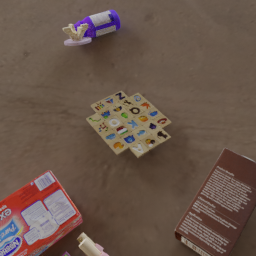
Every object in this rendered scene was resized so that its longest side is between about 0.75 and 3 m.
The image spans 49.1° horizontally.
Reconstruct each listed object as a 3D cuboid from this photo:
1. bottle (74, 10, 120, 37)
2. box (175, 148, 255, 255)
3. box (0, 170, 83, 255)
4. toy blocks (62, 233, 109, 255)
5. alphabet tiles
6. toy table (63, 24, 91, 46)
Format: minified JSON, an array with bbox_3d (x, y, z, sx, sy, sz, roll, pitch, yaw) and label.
[{"bbox_3d":[-1.286,-3.832,10.536,1.946,0.635,0.813,-22,58,-11],"label":"bottle"},{"bbox_3d":[2.437,1.982,7.205,1.342,1.004,2.680,29,68,25],"label":"box"},{"bbox_3d":[-2.643,2.499,6.742,2.833,1.353,1.412,-34,73,-19],"label":"box"},{"bbox_3d":[-1.017,3.515,6.231,1.453,1.613,1.726,44,71,1],"label":"toy blocks"},{"bbox_3d":[0.031,-0.214,8.685,2.082,0.079,2.501,-29,57,-25],"label":"alphabet tiles"},{"bbox_3d":[-1.795,-3.296,9.861,0.932,0.594,1.014,25,41,36],"label":"toy table"}]
